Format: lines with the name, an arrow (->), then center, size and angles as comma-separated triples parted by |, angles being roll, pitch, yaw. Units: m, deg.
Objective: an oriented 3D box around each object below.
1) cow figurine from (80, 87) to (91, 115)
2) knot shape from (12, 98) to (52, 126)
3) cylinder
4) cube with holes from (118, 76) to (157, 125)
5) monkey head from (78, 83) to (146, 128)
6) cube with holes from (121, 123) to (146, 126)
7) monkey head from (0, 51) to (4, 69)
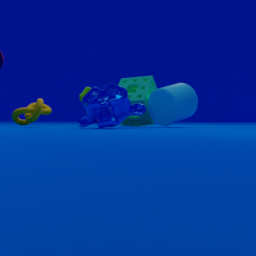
cow figurine -> -1.464, -0.868, 10.579 | 1.089, 1.071, 0.598 | 37, -4, -27
knot shape -> -3.022, -0.530, 9.005 | 1.266, 0.585, 1.184 | -32, 11, -32
cylinder -> 1.540, -0.829, 9.642 | 1.264, 1.264, 1.264 | 1, 16, 46
cube with holes -> 0.351, -1.001, 10.500 | 1.283, 1.283, 1.283 | 0, -41, 26
monkey head -> -0.505, -0.391, 7.452 | 1.988, 1.430, 1.198 | -12, -36, 5
cube with holes -> 0.259, -0.540, 12.546 | 0.866, 0.866, 0.866 | 2, 2, 24
monkey head -> -2.423, -0.433, 3.746 | 1.016, 1.213, 1.686 | 16, 50, 42
